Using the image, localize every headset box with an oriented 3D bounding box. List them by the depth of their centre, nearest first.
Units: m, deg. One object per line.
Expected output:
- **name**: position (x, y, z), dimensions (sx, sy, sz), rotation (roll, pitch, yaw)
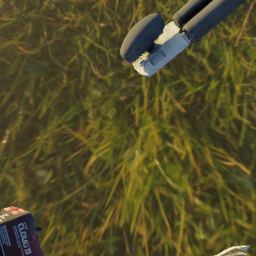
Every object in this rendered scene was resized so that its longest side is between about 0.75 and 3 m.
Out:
- **headset box**: position (-2.333, 1.853, 4.198), dimensions (2.038, 1.516, 0.787), rotation (-14, 88, -34)

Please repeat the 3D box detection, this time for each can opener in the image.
- **can opener**: position (1.117, -2.104, 5.251), dimensions (2.847, 0.952, 0.759), rotation (-39, 58, 14)

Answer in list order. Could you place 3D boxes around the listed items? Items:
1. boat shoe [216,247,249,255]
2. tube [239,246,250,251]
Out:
- **boat shoe**: position (1.137, 1.835, 3.548), dimensions (0.892, 0.302, 0.320), rotation (-31, 88, -3)
- **tube**: position (1.710, 2.043, 4.542), dimensions (0.203, 0.783, 0.227), rotation (35, 61, 26)
